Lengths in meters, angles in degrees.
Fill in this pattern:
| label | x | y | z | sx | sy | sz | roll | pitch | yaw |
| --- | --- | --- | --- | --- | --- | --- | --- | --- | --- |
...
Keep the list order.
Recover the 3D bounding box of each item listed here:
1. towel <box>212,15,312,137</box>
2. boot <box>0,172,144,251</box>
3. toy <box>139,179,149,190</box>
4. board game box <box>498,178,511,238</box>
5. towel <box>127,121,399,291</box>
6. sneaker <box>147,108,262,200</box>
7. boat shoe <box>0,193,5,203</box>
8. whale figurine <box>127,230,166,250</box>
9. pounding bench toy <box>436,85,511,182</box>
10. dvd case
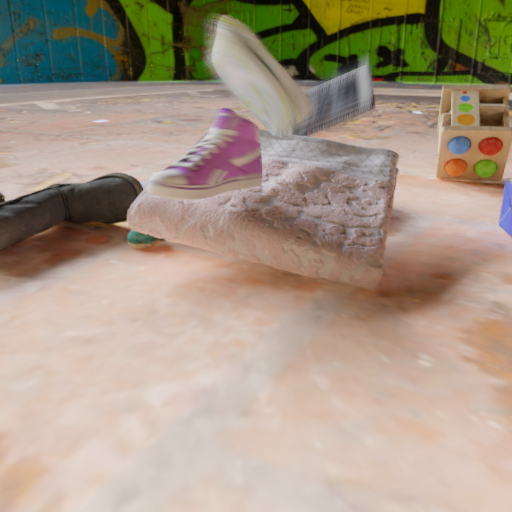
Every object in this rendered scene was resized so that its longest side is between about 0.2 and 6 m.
| label | x | y | z | sx | sy | sz | roll | pitch | yaw |
| --- | --- | --- | --- | --- | --- | --- | --- | --- | --- |
| towel | 0.034 | -2.736 | 8.734 | 0.440 | 1.825 | 1.563 | -44 | 6 | -8 |
| boot | -3.455 | -0.656 | 9.034 | 2.439 | 0.973 | 2.682 | -6 | 10 | 24 |
| toy | -1.888 | -1.102 | 10.893 | 1.931 | 0.456 | 1.112 | 15 | 23 | 40 |
| board game box | 5.171 | -0.681 | 9.209 | 1.796 | 0.870 | 1.432 | 2 | 21 | 5 |
| towel | 0.364 | -1.032 | 8.826 | 3.625 | 0.584 | 3.462 | 13 | 39 | 11 |
| sneaker | -0.676 | -1.405 | 7.554 | 0.720 | 1.133 | 1.987 | 17 | 25 | 35 |
| boat shoe | -5.141 | -1.072 | 10.734 | 0.600 | 0.506 | 1.682 | -16 | 26 | -36 |
| whale figurine | -1.762 | -0.312 | 9.031 | 0.616 | 0.320 | 0.490 | -8 | 22 | -19 |
| pounding bench toy | 5.109 | -2.526 | 13.397 | 1.490 | 2.398 | 1.871 | 4 | 53 | 15 |
| dvd case | 1.436 | -3.012 | 11.059 | 1.760 | 0.218 | 1.323 | -18 | 44 | 22 |
